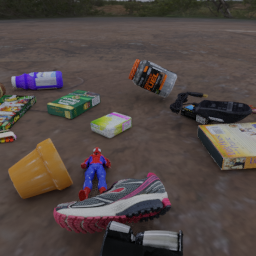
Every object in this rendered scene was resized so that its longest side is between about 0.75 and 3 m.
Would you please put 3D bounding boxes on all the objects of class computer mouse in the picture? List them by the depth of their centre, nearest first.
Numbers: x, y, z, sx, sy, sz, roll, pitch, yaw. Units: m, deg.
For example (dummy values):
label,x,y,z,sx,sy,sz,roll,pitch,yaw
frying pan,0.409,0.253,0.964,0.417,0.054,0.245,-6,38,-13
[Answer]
label,x,y,z,sx,sy,sz,roll,pitch,yaw
computer mouse,2.733,-0.666,9.363,2.514,0.579,1.765,6,26,16

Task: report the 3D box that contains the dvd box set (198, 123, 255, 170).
label,x,y,z,sx,sy,sz,roll,pitch,yaw
dvd box set,3.586,0.411,7.771,2.789,0.410,2.041,-3,23,-4

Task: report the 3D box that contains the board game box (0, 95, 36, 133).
label,x,y,z,sx,sy,sz,roll,pitch,yaw
board game box,-4.480,-0.579,10.038,1.450,0.325,2.768,0,26,3

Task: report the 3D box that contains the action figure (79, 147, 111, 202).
label,x,y,z,sx,sy,sz,roll,pitch,yaw
action figure,-0.748,0.987,6.564,0.709,0.560,2.166,-4,19,-4

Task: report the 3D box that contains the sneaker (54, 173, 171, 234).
label,x,y,z,sx,sy,sz,roll,pitch,yaw
sneaker,-0.302,1.408,5.222,2.109,0.850,0.787,-6,54,-16

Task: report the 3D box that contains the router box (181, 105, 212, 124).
label,x,y,z,sx,sy,sz,roll,pitch,yaw
router box,2.529,-0.508,9.890,0.803,0.275,1.077,-18,32,-36

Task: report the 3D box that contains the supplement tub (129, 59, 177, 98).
label,x,y,z,sx,sy,sz,roll,pitch,yaw
supplement tub,0.975,-2.021,11.244,1.753,1.074,1.074,23,28,-1

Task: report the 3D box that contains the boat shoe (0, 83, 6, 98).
label,x,y,z,sx,sy,sz,roll,pitch,yaw
boat shoe,-5.535,-1.417,10.654,2.529,0.910,0.854,-4,20,28

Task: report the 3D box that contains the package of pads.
label,x,y,z,sx,sy,sz,roll,pitch,yaw
package of pads,-0.505,-0.109,8.996,0.865,0.382,1.119,21,34,38

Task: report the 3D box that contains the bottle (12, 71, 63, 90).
label,x,y,z,sx,sy,sz,roll,pitch,yaw
bottle,-4.073,-2.136,12.676,2.175,0.710,0.908,-5,29,-11

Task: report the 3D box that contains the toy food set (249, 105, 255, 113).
label,x,y,z,sx,sy,sz,roll,pitch,yaw
toy food set,4.551,-0.694,10.462,0.590,0.146,0.928,8,20,15

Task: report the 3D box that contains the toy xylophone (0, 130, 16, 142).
label,x,y,z,sx,sy,sz,roll,pitch,yaw
toy xylophone,-3.774,0.265,8.455,0.754,0.189,0.552,-8,28,-16

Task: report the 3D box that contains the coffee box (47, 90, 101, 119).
label,x,y,z,sx,sy,sz,roll,pitch,yaw
coffee box,-2.002,-0.939,10.612,1.152,0.412,1.874,14,30,26

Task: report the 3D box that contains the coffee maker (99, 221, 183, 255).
label,x,y,z,sx,sy,sz,roll,pitch,yaw
coffee maker,0.187,2.037,4.205,1.223,0.824,1.175,4,27,9

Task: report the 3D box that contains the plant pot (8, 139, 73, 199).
label,x,y,z,sx,sy,sz,roll,pitch,yaw
plant pot,-1.948,0.978,6.150,1.060,1.158,1.158,-28,35,-17
